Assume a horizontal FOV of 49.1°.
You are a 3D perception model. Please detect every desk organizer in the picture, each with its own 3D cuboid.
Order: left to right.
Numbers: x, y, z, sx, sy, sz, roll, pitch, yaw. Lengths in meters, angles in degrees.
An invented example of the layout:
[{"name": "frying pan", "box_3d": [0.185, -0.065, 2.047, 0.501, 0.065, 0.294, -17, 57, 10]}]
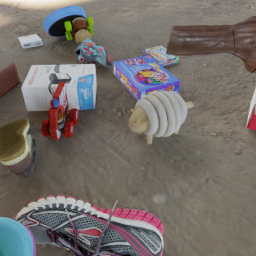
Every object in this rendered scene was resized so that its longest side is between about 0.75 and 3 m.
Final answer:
[{"name": "desk organizer", "box_3d": [-4.937, -1.520, 9.965, 0.829, 0.890, 2.313, 13, 41, 15]}]

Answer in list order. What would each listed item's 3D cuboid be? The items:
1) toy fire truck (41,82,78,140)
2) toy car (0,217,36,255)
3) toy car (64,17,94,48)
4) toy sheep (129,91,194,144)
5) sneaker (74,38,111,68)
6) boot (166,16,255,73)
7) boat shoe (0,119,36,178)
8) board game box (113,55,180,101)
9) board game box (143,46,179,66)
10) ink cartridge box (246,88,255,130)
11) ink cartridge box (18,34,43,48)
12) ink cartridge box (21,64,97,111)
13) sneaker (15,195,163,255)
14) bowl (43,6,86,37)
[{"name": "toy fire truck", "box_3d": [-2.067, -0.475, 8.358, 0.871, 1.304, 1.553, 3, 39, 3]}, {"name": "toy car", "box_3d": [-2.304, 2.237, 4.383, 2.042, 2.333, 1.750, 49, 36, 10]}, {"name": "toy car", "box_3d": [-2.187, -4.351, 13.568, 1.338, 1.285, 1.629, -16, 71, -14]}, {"name": "toy sheep", "box_3d": [0.983, -0.394, 8.168, 2.154, 1.485, 1.485, -22, 44, -24]}, {"name": "sneaker", "box_3d": [-1.557, -3.008, 12.030, 1.075, 0.893, 2.251, -36, 45, -13]}, {"name": "boot", "box_3d": [2.241, -2.013, 7.296, 2.389, 2.227, 0.767, -6, 67, 14]}, {"name": "boat shoe", "box_3d": [-3.002, 0.496, 7.543, 0.987, 0.874, 2.696, -21, 25, -10]}, {"name": "board game box", "box_3d": [0.638, -1.952, 10.767, 1.620, 0.539, 2.410, -16, 42, -19]}, {"name": "board game box", "box_3d": [1.454, -3.245, 12.582, 0.995, 0.253, 1.470, -19, 43, -21]}, {"name": "ink cartridge box", "box_3d": [4.946, -0.332, 8.420, 2.377, 0.997, 2.087, 16, 42, 19]}, {"name": "ink cartridge box", "box_3d": [-4.884, -4.333, 13.949, 0.945, 0.279, 1.181, -20, 38, -22]}, {"name": "ink cartridge box", "box_3d": [-2.310, -1.453, 9.813, 2.306, 0.965, 1.673, -2, 39, -2]}, {"name": "sneaker", "box_3d": [-0.791, 2.077, 5.347, 2.945, 1.187, 1.100, 5, 42, 5]}, {"name": "bowl", "box_3d": [-3.075, -5.193, 13.817, 2.156, 2.156, 0.423, -24, 88, -26]}]
